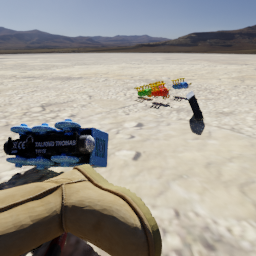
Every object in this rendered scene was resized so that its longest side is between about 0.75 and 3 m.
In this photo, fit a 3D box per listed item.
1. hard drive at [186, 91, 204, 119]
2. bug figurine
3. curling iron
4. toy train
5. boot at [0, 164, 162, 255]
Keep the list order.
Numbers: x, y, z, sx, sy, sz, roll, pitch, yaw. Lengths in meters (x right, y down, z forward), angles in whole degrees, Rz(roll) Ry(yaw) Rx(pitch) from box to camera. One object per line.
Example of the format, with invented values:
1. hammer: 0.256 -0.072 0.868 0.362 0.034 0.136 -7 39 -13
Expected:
1. hard drive: 1.915 -0.660 8.077 0.251 0.801 1.188 -22 8 13
2. bug figurine: 1.344 -1.521 10.995 1.727 0.573 2.227 2 17 41
3. curling iron: -0.889 1.431 2.362 0.530 0.273 2.136 -7 18 -2
4. toy train: -1.194 0.336 4.617 1.748 0.758 0.999 -5 -16 26
5. boot: -0.930 1.024 2.520 1.947 0.644 1.705 -13 18 -33
